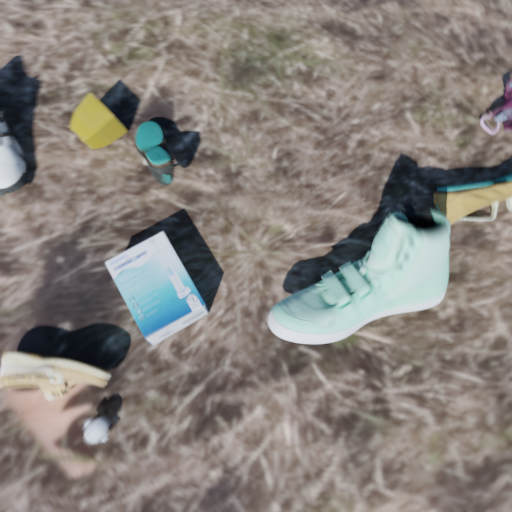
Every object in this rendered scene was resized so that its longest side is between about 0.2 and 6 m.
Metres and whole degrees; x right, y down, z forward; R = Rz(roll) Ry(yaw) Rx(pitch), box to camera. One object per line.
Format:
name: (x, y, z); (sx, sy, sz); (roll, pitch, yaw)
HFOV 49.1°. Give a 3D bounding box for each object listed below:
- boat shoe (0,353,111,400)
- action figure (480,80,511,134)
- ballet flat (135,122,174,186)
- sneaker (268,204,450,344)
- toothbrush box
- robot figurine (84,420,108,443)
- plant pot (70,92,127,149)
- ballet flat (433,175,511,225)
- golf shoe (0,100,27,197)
boat shoe: (-3.403, 2.087, 9.436); (1.934, 0.713, 0.669); (5, 72, 12)
action figure: (5.291, -3.087, 11.488); (0.912, 1.014, 1.361); (38, 51, -24)
ballet flat: (-1.965, -1.936, 10.850); (0.627, 0.630, 1.843); (-16, 41, -7)
sneaker: (1.696, 0.199, 9.273); (3.295, 1.944, 1.213); (-16, 38, -14)
toothbrush box: (-1.756, 0.576, 9.962); (1.184, 0.690, 1.617); (-30, 73, -10)
robot figurine: (-2.628, 2.876, 9.187); (0.446, 0.526, 0.297); (37, 41, -2)
plant pot: (-3.209, -2.600, 11.162); (0.785, 0.767, 0.762); (-44, 75, -2)
ballet flat: (4.615, -1.131, 10.685); (2.518, 0.864, 0.794); (-12, 98, -2)
golf shoe: (-5.294, -2.365, 10.804); (1.012, 1.230, 2.603); (-26, 73, -9)
